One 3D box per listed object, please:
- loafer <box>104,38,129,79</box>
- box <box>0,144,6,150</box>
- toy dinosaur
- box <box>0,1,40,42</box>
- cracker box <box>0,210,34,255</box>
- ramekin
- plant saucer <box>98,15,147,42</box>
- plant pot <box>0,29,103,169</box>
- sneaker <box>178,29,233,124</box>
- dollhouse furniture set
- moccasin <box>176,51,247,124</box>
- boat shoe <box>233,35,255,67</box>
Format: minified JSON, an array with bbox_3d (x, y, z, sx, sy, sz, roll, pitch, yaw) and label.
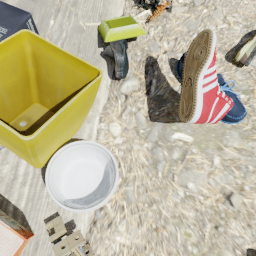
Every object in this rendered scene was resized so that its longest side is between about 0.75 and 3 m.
[{"bbox_3d":[-0.427,-2.665,10.061,0.847,0.853,2.342,-6,55,5],"label":"loafer"},{"bbox_3d":[-4.221,0.181,8.927,0.339,0.369,1.054,-25,67,-11],"label":"box"},{"bbox_3d":[1.151,-5.047,11.125,1.297,0.976,1.912,23,44,-7],"label":"toy dinosaur"},{"bbox_3d":[-3.949,-2.317,9.031,1.357,2.273,2.312,23,67,10],"label":"box"},{"bbox_3d":[-3.642,2.243,6.916,2.594,1.737,0.748,35,69,-1],"label":"cracker box"},{"bbox_3d":[-1.227,1.439,7.962,1.971,1.035,1.971,0,67,1],"label":"ramekin"},{"bbox_3d":[-0.267,-3.762,10.387,1.566,0.376,1.569,-14,40,-8],"label":"plant saucer"},{"bbox_3d":[-2.707,-0.564,7.903,2.844,2.508,2.844,31,54,13],"label":"plant pot"},{"bbox_3d":[2.280,-1.321,7.793,1.422,0.901,2.528,8,96,-31],"label":"sneaker"},{"bbox_3d":[-1.563,3.009,7.522,0.812,0.817,1.159,-29,39,-13],"label":"dollhouse furniture set"},{"bbox_3d":[2.667,-1.341,9.273,1.202,1.019,2.989,-40,71,-17],"label":"moccasin"},{"bbox_3d":[4.716,-2.982,10.255,2.100,0.769,0.681,-43,81,-12],"label":"boat shoe"}]
